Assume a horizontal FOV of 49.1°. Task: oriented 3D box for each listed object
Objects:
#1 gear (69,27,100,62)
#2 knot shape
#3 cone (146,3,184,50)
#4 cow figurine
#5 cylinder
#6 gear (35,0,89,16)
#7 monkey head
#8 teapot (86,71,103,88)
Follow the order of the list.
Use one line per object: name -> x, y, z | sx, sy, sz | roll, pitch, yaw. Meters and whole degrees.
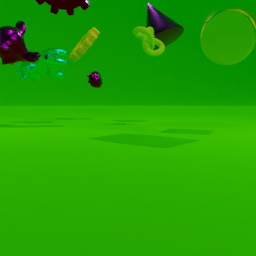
gear -> -1.866, -3.547, 11.898 | 0.302, 1.632, 1.632 | 39, -12, -23
knot shape -> 0.603, -2.759, 8.636 | 0.512, 1.108, 1.037 | -38, -47, 25
cone -> 1.036, -3.937, 10.306 | 1.540, 1.546, 1.540 | -22, -8, -3
cow figurine -> -3.043, -2.224, 9.855 | 1.676, 0.935, 1.703 | 4, -21, -21
cylinder -> 2.330, -2.057, 6.267 | 1.137, 1.137, 1.137 | 3, 20, 31
gear -> -1.647, -3.819, 7.126 | 1.800, 1.800, 0.333 | -1, 44, -11
monkey head -> -3.151, -2.339, 7.901 | 1.211, 1.014, 1.683 | 8, 45, 8
teapot -> -1.507, -2.141, 12.458 | 0.604, 0.767, 1.233 | -12, -16, 9
